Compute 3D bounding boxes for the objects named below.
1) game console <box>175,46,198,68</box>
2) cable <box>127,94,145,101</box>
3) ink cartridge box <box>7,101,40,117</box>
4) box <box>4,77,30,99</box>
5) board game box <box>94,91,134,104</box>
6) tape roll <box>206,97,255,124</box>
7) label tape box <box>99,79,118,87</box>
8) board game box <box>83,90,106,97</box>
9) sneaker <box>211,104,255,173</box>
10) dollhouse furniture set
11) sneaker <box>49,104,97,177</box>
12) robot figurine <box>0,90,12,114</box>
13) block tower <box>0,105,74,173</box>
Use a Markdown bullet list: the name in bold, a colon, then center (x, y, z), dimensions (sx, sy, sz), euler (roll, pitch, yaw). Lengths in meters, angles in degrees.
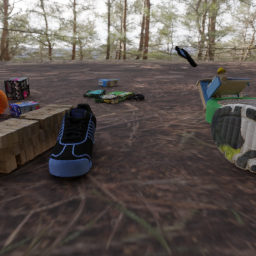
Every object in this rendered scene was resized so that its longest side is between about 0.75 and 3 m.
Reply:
- **game console**: center (1.471, -1.857, 7.196), dimensions (0.116, 0.567, 0.962), euler (-40, -19, 26)
- **cable**: center (0.339, -1.254, 11.505), dimensions (0.629, 0.196, 0.771), euler (2, 18, 25)
- **ink cartridge box**: center (-3.373, -0.605, 8.956), dimensions (0.905, 0.345, 0.617), euler (-18, 23, -41)
- **box**: center (-4.687, -1.706, 11.877), dimensions (0.691, 0.796, 1.205), euler (-1, 16, -4)
- **board game box**: center (-0.530, -1.274, 11.497), dimensions (0.936, 0.210, 1.787), euler (6, 17, 26)
- **tape roll**: center (3.397, -0.436, 7.974), dimensions (2.270, 0.546, 2.270), euler (0, 15, 0)
- **label tape box**: center (-1.004, -2.533, 15.561), dimensions (1.016, 0.336, 0.728), euler (-11, 20, -39)
- **board game box**: center (-1.463, -1.522, 12.382), dimensions (0.792, 0.165, 1.171), euler (1, 16, 3)
- **sneaker**: center (2.827, 0.334, 4.822), dimensions (1.234, 1.086, 2.916), euler (-7, 26, -43)
- **dollhouse furniture set**: center (3.227, -1.474, 9.014), dimensions (1.624, 1.122, 1.720), euler (-3, -25, -11)
- **sneaker**: center (-1.037, 0.133, 5.418), dimensions (0.802, 0.891, 2.288), euler (0, 16, -3)
- **robot figurine**: center (-4.397, -0.779, 8.663), dimensions (1.434, 1.031, 0.836), euler (-12, 45, -36)
- **block tower**: center (-2.022, 0.119, 5.818), dimensions (0.703, 0.753, 2.605), euler (5, 19, 17)
